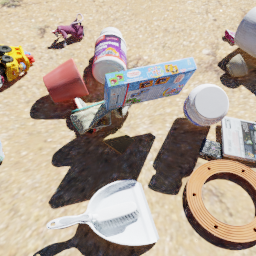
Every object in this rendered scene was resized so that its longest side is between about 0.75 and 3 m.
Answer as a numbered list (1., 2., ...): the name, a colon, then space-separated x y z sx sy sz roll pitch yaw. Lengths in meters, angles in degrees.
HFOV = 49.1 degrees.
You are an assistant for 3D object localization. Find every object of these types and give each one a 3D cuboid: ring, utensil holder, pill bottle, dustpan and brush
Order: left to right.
1. dustpan and brush: -0.719 2.413 7.596 2.800 0.801 1.954 -12 53 -10
2. pill bottle: -0.738 -3.063 11.580 1.344 1.344 2.413 -1 52 0
3. pill bottle: 2.464 -0.705 8.955 1.285 2.293 1.285 0 89 8
4. ring: 2.986 2.070 8.243 2.558 0.245 2.558 0 53 0
5. utensil holder: 6.028 -3.779 11.754 2.006 2.006 2.360 -29 56 -21

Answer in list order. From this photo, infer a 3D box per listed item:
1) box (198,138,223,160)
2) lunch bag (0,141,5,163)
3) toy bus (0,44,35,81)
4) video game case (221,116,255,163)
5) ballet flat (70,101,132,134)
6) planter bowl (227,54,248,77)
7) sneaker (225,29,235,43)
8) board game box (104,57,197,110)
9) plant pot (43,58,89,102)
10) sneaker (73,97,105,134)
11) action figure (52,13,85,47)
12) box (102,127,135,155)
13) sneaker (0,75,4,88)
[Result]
1. box: 2.808 0.714 9.348 0.764 0.166 0.612 18 54 14
2. lunch bag: -5.183 0.534 9.066 1.862 0.878 2.323 -25 55 -17
3. toy bus: -4.578 -2.748 11.687 1.427 1.008 1.486 -10 53 -28
4. video game case: 3.926 0.385 9.490 1.505 0.193 1.656 11 52 0
5. ballet flat: -0.632 -0.602 9.618 2.920 0.985 0.910 -26 97 -31
6. planter bowl: 4.446 -2.490 11.518 0.604 0.898 0.898 -25 51 14
7. sneaker: 4.942 -4.379 13.293 0.383 0.353 0.867 -23 64 -19
8. board game box: 0.551 -1.262 8.343 2.492 1.885 0.456 -12 76 -9
9. plant pot: -2.370 -1.696 10.535 1.318 1.490 1.490 -24 54 -3
10. sneaker: -1.448 -0.495 10.095 0.697 0.660 1.697 -22 59 -30
11. action figure: -2.768 -4.527 12.951 1.552 1.156 1.040 -15 58 -29
12. box: -0.334 0.428 9.620 0.916 0.097 0.749 32 59 22
13. sneaker: -6.014 -1.763 10.878 2.269 0.847 0.915 -9 52 -8
